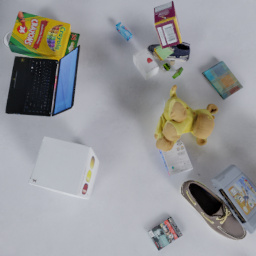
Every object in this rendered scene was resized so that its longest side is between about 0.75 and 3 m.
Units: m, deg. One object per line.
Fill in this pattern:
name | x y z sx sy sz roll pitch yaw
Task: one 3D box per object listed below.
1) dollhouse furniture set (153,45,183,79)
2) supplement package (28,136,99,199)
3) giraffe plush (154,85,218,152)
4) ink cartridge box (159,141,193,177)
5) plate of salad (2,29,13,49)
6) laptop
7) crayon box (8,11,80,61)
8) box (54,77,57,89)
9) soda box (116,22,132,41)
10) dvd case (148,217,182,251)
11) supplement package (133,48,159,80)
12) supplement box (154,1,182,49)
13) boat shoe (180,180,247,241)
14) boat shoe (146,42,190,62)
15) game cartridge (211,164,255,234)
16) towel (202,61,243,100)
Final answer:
dollhouse furniture set | 1.656 -2.803 11.774 1.491 0.745 0.575 48 46 -12
supplement package | -2.037 1.488 9.675 1.540 2.813 1.600 13 75 4
giraffe plush | 2.364 -0.198 10.820 2.119 2.255 2.614 18 39 -5
ink cartridge box | 1.834 1.111 10.971 0.947 0.530 1.388 -18 75 -5
plate of salad | -4.928 -3.943 12.508 1.281 0.308 1.281 1 65 -2
laptop | -3.270 -1.807 10.620 2.804 1.448 2.485 4 75 -3
crayon box | -3.548 -3.851 12.107 2.674 0.679 1.697 11 75 -7
box | -3.547 -1.672 11.677 0.636 0.690 1.344 27 75 6
soda box | -0.185 -4.352 12.633 0.293 0.277 0.863 -38 79 -10
dvd case | 1.374 3.920 10.406 1.078 0.119 0.787 -30 77 -9
supplement package | 0.759 -2.729 11.993 0.642 0.634 1.059 -31 77 -8
supplement box | 1.413 -3.697 10.016 0.768 0.974 1.487 -13 42 17
boat shoe | 3.164 3.017 10.263 2.905 0.865 1.044 43 79 11
boat shoe | 1.764 -3.425 12.050 1.931 0.895 0.721 8 75 2
game cartridge | 4.200 2.508 10.336 1.502 0.468 2.256 -27 75 -32
towel | 4.083 -2.077 12.058 1.110 0.164 1.513 -32 77 -8
